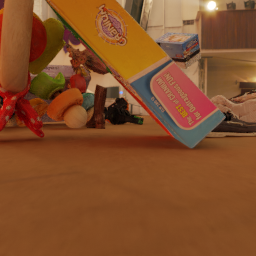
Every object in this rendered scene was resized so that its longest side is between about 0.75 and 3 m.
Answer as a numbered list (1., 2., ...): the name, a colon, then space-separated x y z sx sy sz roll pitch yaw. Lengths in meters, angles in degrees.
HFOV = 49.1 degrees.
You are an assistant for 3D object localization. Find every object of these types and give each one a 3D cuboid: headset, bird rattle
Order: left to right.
1. bird rattle: -1.861 -1.177 4.493 1.490 2.644 2.156 10 -41 -13
2. headset: -0.321 -0.599 10.950 1.965 0.923 1.214 13 6 18

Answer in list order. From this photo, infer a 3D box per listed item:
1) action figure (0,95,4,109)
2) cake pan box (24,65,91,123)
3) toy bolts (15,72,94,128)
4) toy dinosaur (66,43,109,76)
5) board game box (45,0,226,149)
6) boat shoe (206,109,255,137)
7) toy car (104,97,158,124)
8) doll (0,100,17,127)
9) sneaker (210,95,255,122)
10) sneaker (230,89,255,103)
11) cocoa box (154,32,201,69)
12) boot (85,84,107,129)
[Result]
1. action figure: -3.353 -0.344 6.856 1.632 0.833 0.970 -33 34 9
2. cake pan box: -2.987 -1.162 10.549 2.619 0.744 2.843 -4 -32 -26
3. toy bolts: -1.942 -0.478 8.863 2.412 1.752 2.525 -44 -8 27
4. toy dinosaur: -1.176 -2.232 9.656 2.156 0.925 1.461 13 27 -19
5. board game box: 0.001 -1.039 4.407 0.588 2.917 2.232 -44 1 3
6. boat shoe: 1.982 -0.109 5.436 1.676 0.526 0.609 -1 3 -24
7. toy car: 0.078 -0.375 11.888 2.822 1.384 0.939 26 -23 45
8. doll: -3.525 -0.787 8.072 0.644 1.813 2.657 32 -31 -1
9. sneaker: 2.831 -0.244 7.063 0.950 0.894 2.321 15 5 -22
10. sneaker: 3.694 -0.478 7.194 1.105 1.143 2.740 -19 11 -36
11. cocoa box: 1.267 -2.048 7.327 0.688 0.677 1.031 -37 38 -27
12. boot: -0.947 -0.640 8.364 0.409 1.274 1.187 -2 4 -32
